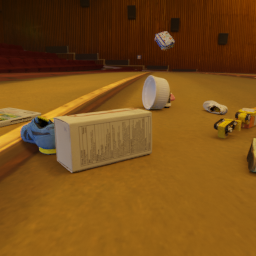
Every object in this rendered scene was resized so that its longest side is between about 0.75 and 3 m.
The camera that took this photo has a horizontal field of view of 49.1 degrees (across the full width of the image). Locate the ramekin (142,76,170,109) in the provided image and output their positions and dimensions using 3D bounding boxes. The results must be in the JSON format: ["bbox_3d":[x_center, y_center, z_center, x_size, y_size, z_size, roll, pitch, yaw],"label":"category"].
[{"bbox_3d":[1.529,-1.903,15.343,0.895,1.835,1.835,4,13,-20],"label":"ramekin"}]

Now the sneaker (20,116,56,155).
[{"bbox_3d":[-2.914,0.025,9.353,0.908,1.080,2.755,-13,18,-34],"label":"sneaker"}]

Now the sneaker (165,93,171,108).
[{"bbox_3d":[2.205,-1.862,16.627,0.738,1.005,2.222,2,14,2],"label":"sneaker"}]

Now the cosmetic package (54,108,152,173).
[{"bbox_3d":[-0.652,0.233,8.007,2.611,1.349,1.139,-8,15,-34],"label":"cosmetic package"}]

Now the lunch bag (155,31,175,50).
[{"bbox_3d":[1.576,-3.761,12.091,0.689,0.325,0.860,-21,63,-17],"label":"lunch bag"}]

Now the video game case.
[{"bbox_3d":[-5.736,-0.530,13.006,2.479,0.273,2.260,10,18,31],"label":"video game case"}]

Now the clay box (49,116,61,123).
[{"bbox_3d":[-2.354,-0.051,10.748,1.979,0.471,1.137,10,18,33],"label":"clay box"}]

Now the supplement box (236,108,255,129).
[{"bbox_3d":[5.349,-0.459,12.053,1.881,0.647,0.626,-16,22,-41],"label":"supplement box"}]

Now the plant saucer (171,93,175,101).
[{"bbox_3d":[2.274,-2.129,18.768,1.761,0.446,1.761,0,15,0],"label":"plant saucer"}]

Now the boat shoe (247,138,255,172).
[{"bbox_3d":[3.570,0.750,7.582,0.513,0.595,1.631,15,20,16],"label":"boat shoe"}]

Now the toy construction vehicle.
[{"bbox_3d":[4.492,-0.012,10.278,1.943,0.786,2.231,12,27,39],"label":"toy construction vehicle"}]

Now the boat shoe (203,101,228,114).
[{"bbox_3d":[4.384,-1.047,14.515,0.552,0.561,1.581,-5,22,-28],"label":"boat shoe"}]
